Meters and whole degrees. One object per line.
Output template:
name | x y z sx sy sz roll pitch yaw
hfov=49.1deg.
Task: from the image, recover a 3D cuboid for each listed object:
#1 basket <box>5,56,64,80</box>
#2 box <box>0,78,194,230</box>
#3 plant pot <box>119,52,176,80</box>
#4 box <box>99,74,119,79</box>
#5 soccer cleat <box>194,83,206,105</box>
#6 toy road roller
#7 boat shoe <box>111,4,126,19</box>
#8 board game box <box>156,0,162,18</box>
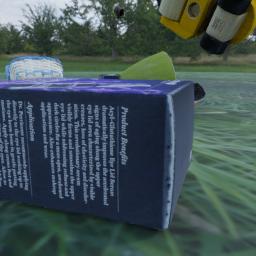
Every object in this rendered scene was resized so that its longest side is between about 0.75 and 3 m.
basket | -3.937 -2.103 11.953 2.460 1.941 2.790 -4 34 -19
box | -0.586 0.070 4.239 2.953 1.540 2.185 4 13 17
plant pot | 0.841 -2.402 13.913 2.396 2.242 2.242 -16 16 -9
box | -0.855 -2.210 14.571 1.132 1.113 0.701 -6 15 -22
soccer cleat | 1.754 -0.892 10.126 2.604 0.888 0.953 -27 -9 -38
toy road roller | 2.135 -3.021 7.102 2.329 1.431 1.700 41 47 23
boat shoe | -0.233 -3.504 8.575 0.306 0.333 0.931 35 12 10
board game box | 1.486 -4.944 10.804 0.751 1.111 0.156 -19 19 5
